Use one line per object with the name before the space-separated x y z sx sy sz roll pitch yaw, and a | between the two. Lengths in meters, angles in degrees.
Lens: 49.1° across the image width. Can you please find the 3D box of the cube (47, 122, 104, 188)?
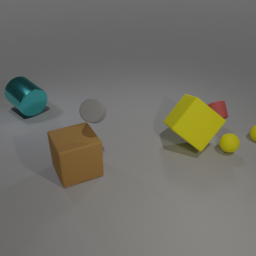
cube | -1.727 0.850 9.273 1.400 1.400 1.400 -15 35 -23

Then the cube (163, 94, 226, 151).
cube | 2.380 -0.236 10.288 1.400 1.400 1.400 36 6 -12

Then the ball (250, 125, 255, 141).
ball | 5.210 0.211 11.092 0.700 0.700 0.700 0 31 0

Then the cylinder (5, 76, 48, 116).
cylinder | -4.695 -1.466 12.921 1.400 1.400 1.400 35 44 29

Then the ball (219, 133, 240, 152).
ball | 3.722 0.546 10.274 0.700 0.700 0.700 0 31 0

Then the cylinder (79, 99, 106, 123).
cylinder | -1.046 -0.501 8.470 0.700 0.700 0.700 3 -1 4

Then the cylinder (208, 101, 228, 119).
cylinder | 3.748 -0.705 11.666 0.700 0.700 0.700 -10 -9 -1
